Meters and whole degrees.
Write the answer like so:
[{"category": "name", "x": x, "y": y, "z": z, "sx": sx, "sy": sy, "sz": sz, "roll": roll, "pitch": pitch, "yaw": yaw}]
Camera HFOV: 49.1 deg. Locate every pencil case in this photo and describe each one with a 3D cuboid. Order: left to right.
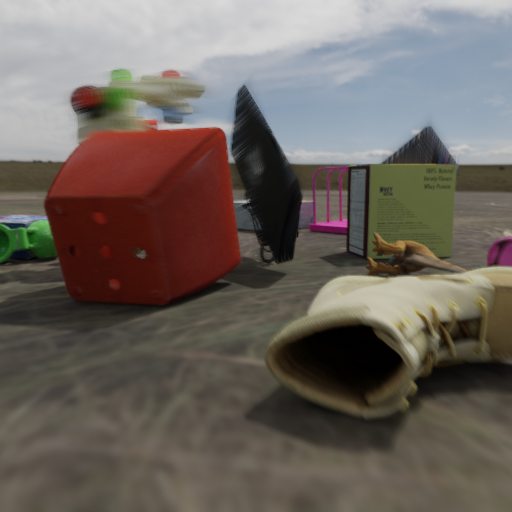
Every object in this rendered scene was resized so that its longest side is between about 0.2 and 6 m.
[{"category": "pencil case", "x": 4.126, "y": 0.101, "z": 7.255, "sx": 2.095, "sy": 0.951, "sz": 0.981, "roll": -5, "pitch": 16, "yaw": -17}]

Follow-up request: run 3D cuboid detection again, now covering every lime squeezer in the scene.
[{"category": "lime squeezer", "x": -4.520, "y": -0.269, "z": 10.315, "sx": 3.984, "sy": 0.752, "sz": 1.407, "roll": -8, "pitch": 12, "yaw": -40}]

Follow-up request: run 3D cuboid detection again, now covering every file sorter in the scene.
[{"category": "file sorter", "x": 3.115, "y": -1.602, "z": 15.586, "sx": 1.980, "sy": 1.787, "sz": 2.849, "roll": 7, "pitch": 11, "yaw": 41}]

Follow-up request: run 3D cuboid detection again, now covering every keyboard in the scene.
[{"category": "keyboard", "x": 0.283, "y": -1.463, "z": 10.243, "sx": 0.782, "sy": 2.054, "sz": 3.946, "roll": -1, "pitch": 39, "yaw": -15}]

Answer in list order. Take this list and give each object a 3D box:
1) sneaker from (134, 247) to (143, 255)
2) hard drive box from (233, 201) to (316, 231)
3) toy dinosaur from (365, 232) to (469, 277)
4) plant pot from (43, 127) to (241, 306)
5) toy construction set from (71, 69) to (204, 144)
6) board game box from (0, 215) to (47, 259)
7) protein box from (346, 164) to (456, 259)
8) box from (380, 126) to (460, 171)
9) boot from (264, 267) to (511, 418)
[{"category": "sneaker", "x": -2.422, "y": -1.219, "z": 10.483, "sx": 1.132, "sy": 2.513, "sz": 0.942, "roll": 10, "pitch": -13, "yaw": -2}, {"category": "hard drive box", "x": 0.478, "y": -1.187, "z": 16.177, "sx": 2.060, "sy": 0.791, "sz": 1.605, "roll": -8, "pitch": 11, "yaw": -43}, {"category": "toy dinosaur", "x": 2.383, "y": 0.022, "z": 8.373, "sx": 1.268, "sy": 0.721, "sz": 2.387, "roll": 0, "pitch": 9, "yaw": -10}, {"category": "plant pot", "x": -1.534, "y": -0.419, "z": 7.296, "sx": 2.061, "sy": 2.059, "sz": 1.816, "roll": 2, "pitch": 26, "yaw": 16}, {"category": "toy construction set", "x": -1.786, "y": -1.800, "z": 9.621, "sx": 2.501, "sy": 3.815, "sz": 1.757, "roll": -3, "pitch": -25, "yaw": -8}, {"category": "board game box", "x": -4.657, "y": -0.463, "z": 11.640, "sx": 2.251, "sy": 0.694, "sz": 2.250, "roll": 4, "pitch": 8, "yaw": 27}, {"category": "protein box", "x": 2.776, "y": -0.898, "z": 10.913, "sx": 1.744, "sy": 1.757, "sz": 1.185, "roll": -2, "pitch": 9, "yaw": -11}, {"category": "box", "x": 3.655, "y": -2.000, "z": 12.861, "sx": 0.302, "sy": 1.197, "sz": 1.675, "roll": -23, "pitch": -12, "yaw": -43}, {"category": "boot", "x": 1.336, "y": 0.587, "z": 4.149, "sx": 2.244, "sy": 0.817, "sz": 1.744, "roll": 2, "pitch": 8, "yaw": 21}]
